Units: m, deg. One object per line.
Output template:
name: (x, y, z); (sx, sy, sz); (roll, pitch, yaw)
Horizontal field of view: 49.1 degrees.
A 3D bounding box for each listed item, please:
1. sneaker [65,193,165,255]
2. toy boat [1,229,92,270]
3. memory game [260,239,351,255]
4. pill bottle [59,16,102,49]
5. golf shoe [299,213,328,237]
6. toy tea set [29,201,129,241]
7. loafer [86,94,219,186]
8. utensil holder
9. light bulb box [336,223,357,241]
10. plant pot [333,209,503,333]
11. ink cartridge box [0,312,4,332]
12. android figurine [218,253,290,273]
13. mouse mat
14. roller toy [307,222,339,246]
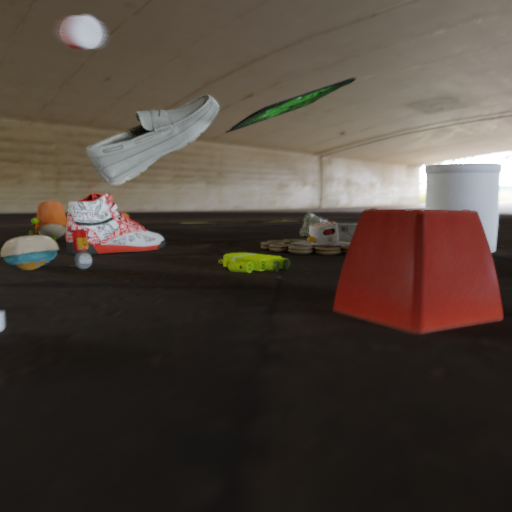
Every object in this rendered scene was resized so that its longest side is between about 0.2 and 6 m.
sneaker: (-3.021, -0.729, 12.346); (2.409, 1.291, 0.804); (-6, 8, -44)
toy boat: (-3.486, -0.034, 9.370); (1.424, 0.662, 1.197); (-8, 1, 1)
memory game: (1.520, -0.221, 12.922); (2.800, 0.178, 2.800); (1, 5, 0)
pill bottle: (-2.627, -3.301, 8.286); (0.450, 0.450, 0.801); (-4, 20, -35)
golf shoe: (1.914, -0.804, 17.034); (0.973, 0.784, 2.002); (17, 8, -9)
toy tea set: (-4.938, -0.774, 16.030); (2.999, 1.110, 1.784); (-5, -22, -18)
loafer: (-2.415, -2.964, 13.322); (3.356, 1.171, 1.174); (-36, 33, -10)
utensil holder: (4.620, -1.076, 12.628); (1.644, 1.934, 1.644); (0, 6, 0)
light bulb box: (2.396, -0.620, 15.133); (0.825, 0.520, 0.833); (2, 6, 15)
plant pot: (1.618, 0.066, 5.646); (1.217, 1.074, 1.218); (-3, 6, -30)
ink cartridge box: (-2.741, 0.617, 4.552); (0.952, 0.194, 0.954); (0, 6, 4)
android figurine: (-0.066, 0.111, 9.334); (1.160, 0.238, 1.056); (4, 7, 28)
mouse mat: (0.731, -3.677, 13.900); (2.571, 0.120, 3.195); (-22, 8, -15)
roller toy: (1.463, -0.461, 12.089); (0.611, 0.468, 0.670); (-2, 14, 29)
